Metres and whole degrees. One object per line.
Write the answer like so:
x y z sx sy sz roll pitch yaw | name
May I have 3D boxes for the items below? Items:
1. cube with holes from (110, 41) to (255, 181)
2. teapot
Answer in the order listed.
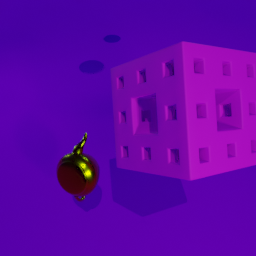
0.617 -0.158 3.046 1.134 1.134 1.134 -4 1 -35 | cube with holes
-0.695 0.612 4.115 0.660 1.061 0.519 8 16 21 | teapot
